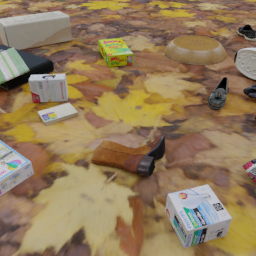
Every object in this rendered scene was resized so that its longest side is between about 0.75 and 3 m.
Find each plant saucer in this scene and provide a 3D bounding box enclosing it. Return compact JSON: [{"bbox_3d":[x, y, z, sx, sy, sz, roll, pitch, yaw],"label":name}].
[{"bbox_3d":[2.808,-3.345,11.634,2.628,0.465,2.628,0,35,0],"label":"plant saucer"}]

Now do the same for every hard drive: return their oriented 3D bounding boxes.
[{"bbox_3d":[-4.393,-2.280,10.116,2.836,0.466,1.979,22,41,28],"label":"hard drive"}]

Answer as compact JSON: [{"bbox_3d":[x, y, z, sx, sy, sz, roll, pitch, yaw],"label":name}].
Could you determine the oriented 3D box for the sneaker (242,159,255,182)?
[{"bbox_3d":[2.913,0.808,5.876,1.110,0.447,0.414,-15,67,-20],"label":"sneaker"}]

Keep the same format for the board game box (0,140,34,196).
[{"bbox_3d":[-3.218,1.054,5.496,1.462,0.372,2.175,25,42,31],"label":"board game box"}]

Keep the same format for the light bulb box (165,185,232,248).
[{"bbox_3d":[1.165,1.481,4.784,0.801,0.500,0.794,-10,37,-14],"label":"light bulb box"}]

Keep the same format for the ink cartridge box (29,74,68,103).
[{"bbox_3d":[-2.335,-1.180,8.332,1.023,0.745,0.424,-3,34,-6],"label":"ink cartridge box"}]

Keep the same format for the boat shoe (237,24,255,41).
[{"bbox_3d":[5.747,-4.700,13.485,0.600,0.532,1.604,2,35,3],"label":"boat shoe"}]

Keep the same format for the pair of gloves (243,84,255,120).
[{"bbox_3d":[4.423,-0.623,7.826,1.997,0.277,2.241,2,39,3],"label":"pair of gloves"}]

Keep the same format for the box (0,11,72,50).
[{"bbox_3d":[-4.113,-4.368,12.501,2.872,1.117,1.364,-20,40,-25],"label":"box"}]

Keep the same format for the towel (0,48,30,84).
[{"bbox_3d":[-4.360,-1.777,8.993,2.053,0.240,1.566,-30,54,-15],"label":"towel"}]

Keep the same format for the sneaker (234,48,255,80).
[{"bbox_3d":[5.182,-2.174,9.663,1.808,0.995,2.469,-16,34,-35],"label":"sneaker"}]

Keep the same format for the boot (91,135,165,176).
[{"bbox_3d":[0.058,0.501,6.372,1.413,0.484,1.330,10,44,26],"label":"boot"}]

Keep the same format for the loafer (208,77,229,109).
[{"bbox_3d":[2.751,-1.087,8.443,0.525,0.460,1.461,15,38,20],"label":"loafer"}]

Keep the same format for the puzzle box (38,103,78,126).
[{"bbox_3d":[-1.943,-0.398,7.765,0.960,0.122,0.638,-20,40,-25],"label":"puzzle box"}]

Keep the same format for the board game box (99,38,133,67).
[{"bbox_3d":[-0.522,-3.061,11.228,0.980,0.459,1.930,-9,36,-12],"label":"board game box"}]
